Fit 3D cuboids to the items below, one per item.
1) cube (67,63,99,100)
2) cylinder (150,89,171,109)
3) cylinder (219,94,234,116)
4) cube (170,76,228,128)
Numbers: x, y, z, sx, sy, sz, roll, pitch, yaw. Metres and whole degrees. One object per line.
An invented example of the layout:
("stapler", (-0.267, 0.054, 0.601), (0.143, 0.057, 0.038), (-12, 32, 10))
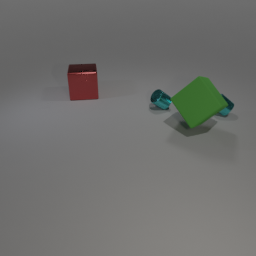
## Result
("cube", (-2.227, -2.321, 13.991), (1.400, 1.400, 1.400), (-4, 31, -6))
("cylinder", (1.494, -1.294, 12.688), (0.700, 0.700, 0.700), (27, 14, -34))
("cylinder", (4.113, -1.012, 12.186), (0.700, 0.700, 0.700), (37, 31, -9))
("cube", (2.752, -0.994, 10.750), (1.400, 1.400, 1.400), (57, 27, 10))
